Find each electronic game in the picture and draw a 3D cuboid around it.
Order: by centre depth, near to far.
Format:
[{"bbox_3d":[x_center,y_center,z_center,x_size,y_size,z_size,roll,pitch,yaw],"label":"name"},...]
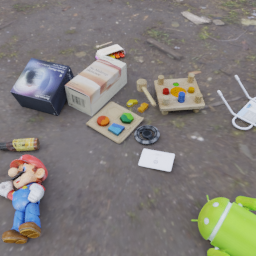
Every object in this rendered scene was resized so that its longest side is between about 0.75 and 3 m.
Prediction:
[{"bbox_3d":[0.770,0.266,11.349,1.031,0.214,1.031,-3,46,3],"label":"electronic game"}]

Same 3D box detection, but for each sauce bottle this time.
[{"bbox_3d":[-4.212,0.669,10.797,1.508,0.498,0.498,-5,47,-5],"label":"sauce bottle"}]

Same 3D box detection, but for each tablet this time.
[{"bbox_3d":[1.067,1.178,10.434,1.232,0.084,0.801,9,51,17],"label":"tablet"}]

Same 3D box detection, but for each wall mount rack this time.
[{"bbox_3d":[5.175,-1.134,12.158,2.263,0.971,2.605,34,55,28],"label":"wall mount rack"}]

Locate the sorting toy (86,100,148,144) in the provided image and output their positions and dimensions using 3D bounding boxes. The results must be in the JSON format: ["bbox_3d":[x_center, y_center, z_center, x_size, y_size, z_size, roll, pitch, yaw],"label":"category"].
[{"bbox_3d":[-0.319,-0.566,12.046,1.903,0.342,2.554,27,52,23],"label":"sorting toy"}]

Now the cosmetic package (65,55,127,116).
[{"bbox_3d":[-1.377,-2.005,12.801,1.446,1.221,2.798,24,51,21],"label":"cosmetic package"}]

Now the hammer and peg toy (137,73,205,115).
[{"bbox_3d":[1.837,-1.454,12.469,2.784,0.982,2.048,-5,48,-3],"label":"hammer and peg toy"}]

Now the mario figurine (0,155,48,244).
[{"bbox_3d":[-3.443,2.027,8.832,1.760,1.511,2.851,-7,49,-7],"label":"mario figurine"}]

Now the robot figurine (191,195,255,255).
[{"bbox_3d":[3.086,2.954,8.014,2.380,1.377,2.088,30,72,23],"label":"robot figurine"}]

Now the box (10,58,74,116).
[{"bbox_3d":[-3.663,-1.825,12.339,1.987,1.225,1.971,14,65,13],"label":"box"}]

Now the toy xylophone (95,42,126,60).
[{"bbox_3d":[-1.023,-4.208,15.424,1.704,0.428,1.248,-18,49,-16],"label":"toy xylophone"}]
